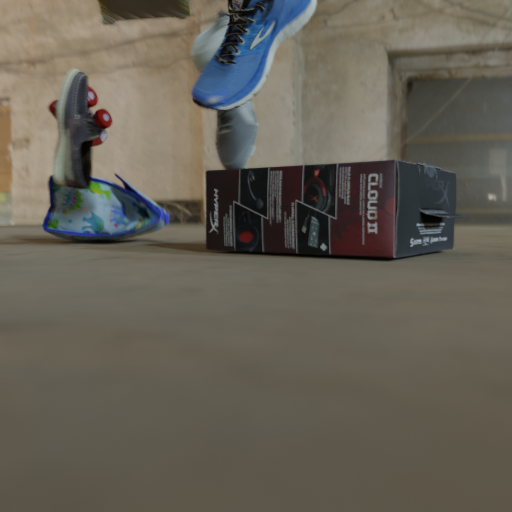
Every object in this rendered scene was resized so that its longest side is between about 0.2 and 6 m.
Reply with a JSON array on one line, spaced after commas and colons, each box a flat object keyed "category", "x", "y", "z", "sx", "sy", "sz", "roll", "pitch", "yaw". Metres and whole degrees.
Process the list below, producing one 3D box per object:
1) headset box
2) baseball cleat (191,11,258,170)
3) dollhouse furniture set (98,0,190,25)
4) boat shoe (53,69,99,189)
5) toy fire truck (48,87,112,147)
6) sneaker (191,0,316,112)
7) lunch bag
[{"category": "headset box", "x": 1.488, "y": -0.780, "z": 9.629, "sx": 3.869, "sy": 1.451, "sz": 2.875, "roll": 3, "pitch": 5, "yaw": 34}, {"category": "baseball cleat", "x": -0.632, "y": -2.968, "z": 10.168, "sx": 0.970, "sy": 2.782, "sz": 1.481, "roll": -3, "pitch": -8, "yaw": 43}, {"category": "dollhouse furniture set", "x": -0.616, "y": -3.611, "z": 6.474, "sx": 2.663, "sy": 1.028, "sz": 1.331, "roll": -12, "pitch": -13, "yaw": -16}, {"category": "boat shoe", "x": -3.486, "y": -2.447, "z": 11.096, "sx": 0.761, "sy": 2.350, "sz": 0.845, "roll": 14, "pitch": 18, "yaw": 3}, {"category": "toy fire truck", "x": -3.774, "y": -2.889, "z": 11.986, "sx": 0.748, "sy": 1.334, "sz": 1.120, "roll": -12, "pitch": 38, "yaw": 27}, {"category": "sneaker", "x": -0.185, "y": -3.121, "z": 7.740, "sx": 0.956, "sy": 2.435, "sz": 1.085, "roll": 32, "pitch": -4, "yaw": 32}, {"category": "lunch bag", "x": -3.484, "y": -1.090, "z": 13.540, "sx": 2.649, "sy": 1.688, "sz": 2.252, "roll": 8, "pitch": 1, "yaw": -5}]
